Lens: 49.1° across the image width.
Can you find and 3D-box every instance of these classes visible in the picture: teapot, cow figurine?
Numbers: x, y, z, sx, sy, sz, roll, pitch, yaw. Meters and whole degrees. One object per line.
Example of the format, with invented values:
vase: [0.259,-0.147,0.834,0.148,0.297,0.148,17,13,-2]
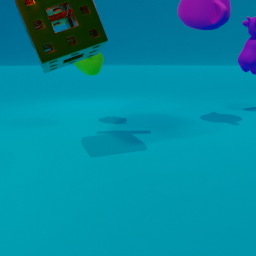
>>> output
teapot: [-1.034,-1.891,7.375,0.956,0.753,1.537,40,-9,-8]
cow figurine: [4.033,-2.685,9.013,1.535,1.560,0.856,34,2,-38]
teapot: [1.894,-3.114,6.965,1.299,1.023,2.089,-7,41,-11]

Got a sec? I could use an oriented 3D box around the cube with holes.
cube with holes: [-1.138,-1.709,4.769,1.101,1.101,1.101,-23,9,-12]
